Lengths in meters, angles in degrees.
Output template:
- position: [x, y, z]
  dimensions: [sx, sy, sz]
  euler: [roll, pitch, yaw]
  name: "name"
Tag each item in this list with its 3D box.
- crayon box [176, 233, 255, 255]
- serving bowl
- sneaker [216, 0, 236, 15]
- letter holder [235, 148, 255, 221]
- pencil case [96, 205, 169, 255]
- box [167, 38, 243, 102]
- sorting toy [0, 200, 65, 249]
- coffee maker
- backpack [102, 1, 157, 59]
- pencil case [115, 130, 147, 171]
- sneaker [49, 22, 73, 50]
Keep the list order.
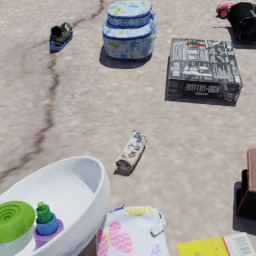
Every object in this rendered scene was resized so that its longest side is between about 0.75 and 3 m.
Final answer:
- position: [1.587, 2.392, 4.924]
  dimensions: [1.344, 0.341, 0.853]
  euler: [-5, 44, -6]
  name: "crayon box"
- position: [-1.390, 1.574, 4.756]
  dimensions: [2.601, 0.855, 2.601]
  euler: [-23, 21, 9]
  name: "serving bowl"
- position: [4.950, -5.407, 12.839]
  dimensions: [1.742, 0.642, 0.755]
  euler: [0, 45, -1]
  name: "sneaker"
- position: [3.262, 1.259, 5.711]
  dimensions: [1.830, 0.920, 1.301]
  euler: [12, 43, 12]
  name: "letter holder"
- position: [0.291, 2.554, 4.169]
  dimensions: [1.244, 1.140, 2.742]
  euler: [-18, 46, 1]
  name: "pencil case"
- position: [2.443, -2.032, 9.282]
  dimensions: [2.155, 0.680, 2.733]
  euler: [5, 44, 5]
  name: "box"
- position: [-2.303, 1.271, 4.831]
  dimensions: [2.716, 0.935, 0.942]
  euler: [8, 28, 24]
  name: "sorting toy"
- position: [4.667, -4.228, 11.369]
  dimensions: [1.748, 1.226, 1.820]
  euler: [-8, 40, 18]
  name: "coffee maker"
- position: [0.018, -3.633, 10.291]
  dimensions: [2.023, 1.624, 2.210]
  euler: [2, 48, 7]
  name: "backpack"
- position: [0.077, 0.551, 6.767]
  dimensions: [0.479, 0.417, 1.071]
  euler: [40, 48, -8]
  name: "pencil case"
- position: [-2.626, -3.745, 11.036]
  dimensions: [0.627, 0.732, 1.767]
  euler: [8, 45, 6]
  name: "sneaker"
